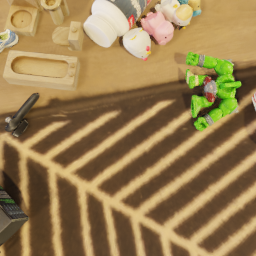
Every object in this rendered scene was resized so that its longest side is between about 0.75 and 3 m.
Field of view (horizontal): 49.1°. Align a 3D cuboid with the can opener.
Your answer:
[{"bbox_3d":[-3.147,-0.454,8.378,0.459,0.570,1.450,11,67,43],"label":"can opener"}]

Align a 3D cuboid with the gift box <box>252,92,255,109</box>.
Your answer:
[{"bbox_3d":[4.805,-0.568,7.324,2.356,2.523,2.328,-12,70,-2],"label":"gift box"}]

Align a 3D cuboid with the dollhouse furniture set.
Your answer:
[{"bbox_3d":[-2.772,-2.958,8.020,2.701,2.314,2.840,7,75,2],"label":"dollhouse furniture set"}]

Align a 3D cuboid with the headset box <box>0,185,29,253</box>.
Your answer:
[{"bbox_3d":[-4.346,2.315,7.112,2.770,1.285,2.412,43,78,10],"label":"headset box"}]

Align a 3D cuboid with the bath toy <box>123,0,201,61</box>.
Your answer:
[{"bbox_3d":[1.093,-3.168,8.813,2.799,1.035,1.217,-44,38,-12],"label":"bath toy"}]

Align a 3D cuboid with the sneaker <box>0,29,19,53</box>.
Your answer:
[{"bbox_3d":[-4.179,-2.693,8.884,1.360,0.524,0.515,-37,80,-8],"label":"sneaker"}]

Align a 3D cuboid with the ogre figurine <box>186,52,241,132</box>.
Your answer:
[{"bbox_3d":[2.467,-1.107,8.159,1.340,1.097,2.236,-7,72,3],"label":"ogre figurine"}]

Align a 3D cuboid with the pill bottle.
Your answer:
[{"bbox_3d":[-0.327,-3.688,8.728,1.341,1.341,2.243,32,78,8],"label":"pill bottle"}]
